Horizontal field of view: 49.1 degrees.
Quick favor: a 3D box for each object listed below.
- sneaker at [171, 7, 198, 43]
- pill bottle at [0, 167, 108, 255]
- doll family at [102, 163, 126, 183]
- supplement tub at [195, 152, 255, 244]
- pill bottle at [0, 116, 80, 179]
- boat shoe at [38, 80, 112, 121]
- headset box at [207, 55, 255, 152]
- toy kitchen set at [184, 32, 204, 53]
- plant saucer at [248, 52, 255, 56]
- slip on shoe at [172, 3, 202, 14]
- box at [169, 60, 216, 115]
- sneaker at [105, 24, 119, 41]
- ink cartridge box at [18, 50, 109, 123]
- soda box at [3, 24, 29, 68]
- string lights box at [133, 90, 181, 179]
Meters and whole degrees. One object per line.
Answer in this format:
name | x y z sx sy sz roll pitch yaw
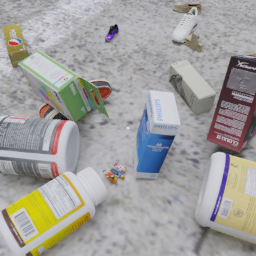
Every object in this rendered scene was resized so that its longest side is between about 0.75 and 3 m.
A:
sneaker | 2.702 -4.871 13.297 0.853 0.898 2.232 22 54 16
pill bottle | -1.788 2.026 6.987 2.507 1.370 1.370 -30 55 -24
doll family | -0.365 1.380 8.298 0.492 0.357 0.793 29 37 32
supplement tub | 3.142 1.816 6.808 2.636 1.917 1.917 16 51 13
pill bottle | -2.992 0.514 8.092 2.910 1.686 1.686 5 49 5
boat shoe | -1.721 -0.819 9.693 2.729 0.971 0.854 -25 44 -14
headset box | 3.360 -0.677 8.166 1.047 2.712 2.019 22 25 31
toy kitchen set | 3.186 -4.059 12.684 0.815 0.737 0.904 -34 57 -26
plant saucer | 5.652 -2.627 11.746 1.539 0.288 1.539 0 49 1
slip on shoe | 3.153 -6.451 14.940 1.525 0.462 0.580 15 51 13
box | 2.332 -1.554 10.440 0.728 0.875 2.131 -17 50 -13
sneaker | -0.785 -4.556 13.238 0.386 0.552 1.111 20 51 16
ink cartridge box | -1.966 -1.114 8.480 2.822 1.465 0.837 34 67 29
soda box | -4.930 -3.670 12.342 0.787 0.743 2.322 -16 51 -15
string lights box | 0.687 0.257 7.726 0.692 2.346 1.205 6 47 -9
